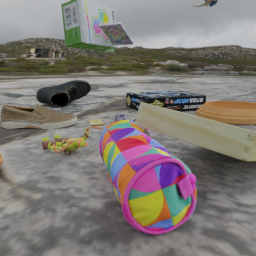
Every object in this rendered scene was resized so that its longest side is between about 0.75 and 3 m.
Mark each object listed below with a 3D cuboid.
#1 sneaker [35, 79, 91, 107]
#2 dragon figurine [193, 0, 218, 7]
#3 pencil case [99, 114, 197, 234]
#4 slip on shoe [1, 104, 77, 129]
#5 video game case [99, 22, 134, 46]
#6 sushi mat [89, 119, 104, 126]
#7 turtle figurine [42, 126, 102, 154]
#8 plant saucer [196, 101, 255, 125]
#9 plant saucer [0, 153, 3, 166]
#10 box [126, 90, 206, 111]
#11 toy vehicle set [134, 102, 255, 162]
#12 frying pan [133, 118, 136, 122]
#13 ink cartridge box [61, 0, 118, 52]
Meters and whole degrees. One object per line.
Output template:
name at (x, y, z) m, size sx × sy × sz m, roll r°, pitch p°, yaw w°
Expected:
sneaker at (-2.797, -1.601, 13.650) m, size 2.957 × 1.106 × 1.571 m, roll -21°, pitch 29°, yaw -36°
dragon figurine at (2.548, -3.905, 8.562) m, size 1.040 × 0.306 × 0.517 m, roll -22°, pitch 6°, yaw 35°
pencil case at (0.165, 0.523, 4.233) m, size 1.058 × 1.058 × 2.394 m, roll -3°, pitch 16°, yaw -11°
slip on shoe at (-2.793, -0.399, 8.839) m, size 2.327 × 0.705 × 0.885 m, roll 0°, pitch 13°, yaw -2°
video game case at (-0.395, -3.332, 9.970) m, size 0.855 × 0.108 × 1.193 m, roll 4°, pitch -16°, yaw 25°
sushi mat at (-1.066, -0.188, 9.386) m, size 0.410 × 0.052 × 0.856 m, roll -3°, pitch 14°, yaw -14°
turtle figurine at (-1.298, 0.321, 6.302) m, size 1.136 × 0.454 × 1.409 m, roll -1°, pitch 22°, yaw 36°
plant saucer at (3.906, -0.638, 10.351) m, size 2.692 × 0.504 × 2.692 m, roll 0°, pitch 12°, yaw 0°
plant saucer at (-3.015, 0.726, 4.989) m, size 1.471 × 0.275 × 1.471 m, roll -1°, pitch 13°, yaw 0°
box at (1.619, -1.216, 12.425) m, size 2.867 × 0.659 × 2.279 m, roll -5°, pitch 14°, yaw -20°
toy vehicle set at (1.751, 0.105, 5.256) m, size 1.860 × 0.397 × 2.993 m, roll 19°, pitch 8°, yaw 37°
frying pan at (0.499, -0.270, 9.439) m, size 1.531 × 0.249 × 0.926 m, roll 6°, pitch 14°, yaw 13°
ink cartridge box at (-1.137, -3.747, 10.574) m, size 0.836 × 1.464 × 2.820 m, roll -1°, pitch 7°, yaw 35°
